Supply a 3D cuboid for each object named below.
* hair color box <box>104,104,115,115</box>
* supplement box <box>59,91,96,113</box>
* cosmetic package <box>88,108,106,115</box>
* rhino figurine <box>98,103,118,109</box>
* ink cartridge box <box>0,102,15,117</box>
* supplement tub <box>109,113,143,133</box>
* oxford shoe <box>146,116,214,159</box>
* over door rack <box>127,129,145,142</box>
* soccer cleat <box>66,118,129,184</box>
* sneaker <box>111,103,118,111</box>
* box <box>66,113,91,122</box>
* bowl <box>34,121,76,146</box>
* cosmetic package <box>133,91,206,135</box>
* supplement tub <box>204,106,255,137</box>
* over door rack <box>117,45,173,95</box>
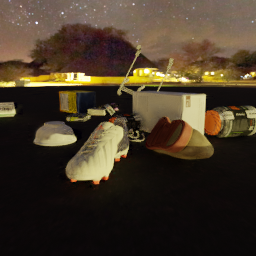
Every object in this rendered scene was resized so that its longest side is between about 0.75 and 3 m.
[{"bbox_3d":[-0.875,-0.881,13.152,0.242,0.395,0.799,-39,16,-4],"label":"hair color box"},{"bbox_3d":[-2.524,-1.313,13.902,1.024,1.018,1.870,-9,14,-40],"label":"supplement box"},{"bbox_3d":[-1.438,-0.746,12.912,0.765,0.280,0.396,2,11,7],"label":"cosmetic package"},{"bbox_3d":[-0.960,-1.084,14.271,1.021,0.305,0.447,-10,8,15],"label":"rhino figurine"},{"bbox_3d":[-6.050,-0.634,12.209,1.881,0.585,2.338,-6,-5,-28],"label":"ink cartridge box"},{"bbox_3d":[-0.078,-0.128,8.712,0.999,0.612,0.612,-9,14,-40],"label":"supplement tub"},{"bbox_3d":[1.079,0.330,6.464,0.939,0.885,2.512,30,1,-10],"label":"oxford shoe"},{"bbox_3d":[-0.224,0.167,7.802,1.153,0.384,0.852,-4,11,-22],"label":"over door rack"},{"bbox_3d":[-0.528,0.360,5.376,0.796,0.892,2.298,3,12,16],"label":"soccer cleat"},{"bbox_3d":[-0.741,-1.113,14.622,0.338,0.372,0.841,-2,12,-18],"label":"sneaker"},{"bbox_3d":[-2.016,-0.434,11.440,0.756,0.209,0.944,2,11,9],"label":"box"},{"bbox_3d":[-2.018,0.110,7.738,1.154,0.518,1.154,0,10,0],"label":"bowl"},{"bbox_3d":[1.158,-0.470,8.694,0.954,1.310,2.577,-7,13,-31],"label":"cosmetic package"},{"bbox_3d":[3.028,-0.193,8.275,1.479,0.906,0.906,-3,11,-20],"label":"supplement tub"},{"bbox_3d":[0.691,-1.962,11.041,1.549,2.097,0.698,24,-2,9],"label":"over door rack"}]
